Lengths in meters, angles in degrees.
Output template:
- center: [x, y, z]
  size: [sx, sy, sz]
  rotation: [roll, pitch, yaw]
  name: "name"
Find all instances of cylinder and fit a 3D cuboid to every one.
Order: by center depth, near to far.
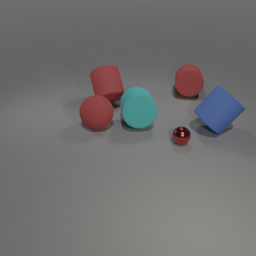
- center: [3.613, -0.727, 11.126]
  size: [1.400, 1.400, 1.400]
  rotation: [37, 18, -14]
  name: "cylinder"
- center: [0.414, -0.867, 11.687]
  size: [1.400, 1.400, 1.400]
  rotation: [-3, 22, -4]
  name: "cylinder"
- center: [-0.973, -2.041, 13.237]
  size: [1.400, 1.400, 1.400]
  rotation: [-14, -11, -3]
  name: "cylinder"
- center: [3.135, -2.475, 14.442]
  size: [1.400, 1.400, 1.400]
  rotation: [5, 24, 8]
  name: "cylinder"

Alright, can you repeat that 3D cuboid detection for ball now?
- center: [2.025, 0.286, 10.609]
  size: [0.700, 0.700, 0.700]
  rotation: [0, 30, 0]
  name: "ball"
- center: [-1.295, -0.653, 11.527]
  size: [1.400, 1.400, 1.400]
  rotation: [0, 30, 0]
  name: "ball"
